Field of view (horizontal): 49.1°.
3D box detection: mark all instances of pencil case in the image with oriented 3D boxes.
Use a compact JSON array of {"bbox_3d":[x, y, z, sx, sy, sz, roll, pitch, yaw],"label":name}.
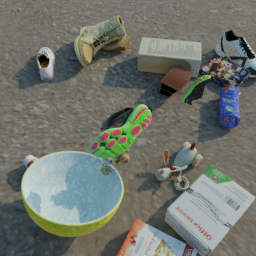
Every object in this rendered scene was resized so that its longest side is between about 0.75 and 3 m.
[{"bbox_3d":[3.900,-0.850,10.689,0.784,0.704,1.804,-5,48,25],"label":"pencil case"}]

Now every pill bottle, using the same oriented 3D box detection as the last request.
[{"bbox_3d":[-3.006,1.268,9.102,0.850,0.477,0.477,36,59,27],"label":"pill bottle"}]

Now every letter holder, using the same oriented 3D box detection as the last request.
[{"bbox_3d":[2.001,-1.863,11.591,0.922,0.652,1.297,28,56,19],"label":"letter holder"}]

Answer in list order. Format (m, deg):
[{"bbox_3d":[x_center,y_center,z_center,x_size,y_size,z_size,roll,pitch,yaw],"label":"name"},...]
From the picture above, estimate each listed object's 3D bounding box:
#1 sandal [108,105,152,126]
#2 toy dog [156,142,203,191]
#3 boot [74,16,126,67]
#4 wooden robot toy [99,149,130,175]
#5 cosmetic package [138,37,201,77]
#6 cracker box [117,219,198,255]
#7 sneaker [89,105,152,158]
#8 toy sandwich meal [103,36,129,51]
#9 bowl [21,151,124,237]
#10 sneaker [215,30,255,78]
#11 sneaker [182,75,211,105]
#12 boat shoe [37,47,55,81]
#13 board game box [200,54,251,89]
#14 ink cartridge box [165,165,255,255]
[{"bbox_3d":[0.057,-0.550,10.628,1.824,0.437,0.686,-20,53,-16],"label":"sandal"},{"bbox_3d":[1.705,1.029,9.055,1.156,0.845,1.753,25,55,19],"label":"toy dog"},{"bbox_3d":[-1.205,-4.025,12.761,2.184,1.023,2.810,-14,42,16],"label":"boot"},{"bbox_3d":[-0.256,0.830,7.948,1.350,0.595,0.613,-51,51,-5],"label":"wooden robot toy"},{"bbox_3d":[1.828,-3.151,12.439,2.680,0.952,1.410,8,51,7],"label":"cosmetic package"},{"bbox_3d":[0.738,3.377,7.320,1.816,0.524,1.216,22,54,16],"label":"cracker box"},{"bbox_3d":[-0.190,0.126,6.995,1.892,0.793,0.726,-37,102,-28],"label":"sneaker"},{"bbox_3d":[-0.590,-4.171,13.596,1.423,0.487,1.423,-12,53,17],"label":"toy sandwich meal"},{"bbox_3d":[-1.550,2.002,7.699,2.666,1.435,2.666,10,32,-7],"label":"bowl"},{"bbox_3d":[5.058,-3.311,12.494,1.038,1.127,2.817,-26,57,-22],"label":"sneaker"},{"bbox_3d":[2.174,-1.176,8.696,0.487,1.162,0.446,37,34,-8],"label":"sneaker"},{"bbox_3d":[-3.722,-3.079,12.513,0.766,0.755,2.161,-8,51,-6],"label":"boat shoe"},{"bbox_3d":[4.178,-2.395,12.088,1.748,0.303,1.184,36,71,26],"label":"board game box"},{"bbox_3d":[2.276,2.321,7.966,2.094,0.870,1.535,-35,59,-25],"label":"ink cartridge box"}]
